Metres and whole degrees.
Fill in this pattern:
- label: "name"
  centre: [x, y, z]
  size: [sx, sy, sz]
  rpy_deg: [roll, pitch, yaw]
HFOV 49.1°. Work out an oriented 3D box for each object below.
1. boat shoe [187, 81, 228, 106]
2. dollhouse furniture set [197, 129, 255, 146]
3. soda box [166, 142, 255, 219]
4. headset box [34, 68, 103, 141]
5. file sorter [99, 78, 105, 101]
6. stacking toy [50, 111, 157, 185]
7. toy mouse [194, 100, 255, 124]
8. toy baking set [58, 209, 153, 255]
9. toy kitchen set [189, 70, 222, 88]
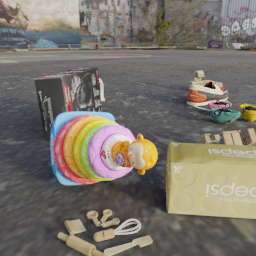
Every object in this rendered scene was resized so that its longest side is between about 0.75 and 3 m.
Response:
- label: "boat shoe"
  centre: [3.340, -1.497, 11.495]
  size: [2.603, 0.814, 0.926]
  rpy_deg: [-15, 22, -40]
- label: "dollhouse furniture set"
  centre: [2.269, 0.440, 6.418]
  size: [1.242, 0.644, 0.550]
  rpy_deg: [-5, -20, -13]
- label: "soda box"
  centre: [1.983, 0.832, 4.477]
  size: [2.717, 0.920, 0.870]
  rpy_deg: [2, 19, 6]
- label: "headset box"
  centre: [-1.566, -0.688, 7.713]
  size: [0.871, 1.679, 2.256]
  rpy_deg: [2, 19, 21]
- label: "file sorter"
  centre: [-1.518, -1.667, 11.990]
  size: [0.908, 0.815, 1.309]
  rpy_deg: [-3, 19, -10]
- label: "stacking toy"
  centre: [-0.302, 0.362, 4.301]
  size: [1.250, 1.322, 2.277]
  rpy_deg: [-2, 1, -30]
- label: "toy mouse"
  centre: [3.151, -0.520, 9.173]
  size: [2.058, 0.448, 2.315]
  rpy_deg: [0, 19, -2]
- label: "toy baking set"
  centre: [-0.330, 1.441, 3.902]
  size: [1.234, 0.144, 0.947]
  rpy_deg: [13, 23, 34]
- label: "toy kitchen set"
  centre: [3.675, -2.184, 13.275]
  size: [1.165, 0.950, 1.051]
  rpy_deg: [-9, 21, -24]
